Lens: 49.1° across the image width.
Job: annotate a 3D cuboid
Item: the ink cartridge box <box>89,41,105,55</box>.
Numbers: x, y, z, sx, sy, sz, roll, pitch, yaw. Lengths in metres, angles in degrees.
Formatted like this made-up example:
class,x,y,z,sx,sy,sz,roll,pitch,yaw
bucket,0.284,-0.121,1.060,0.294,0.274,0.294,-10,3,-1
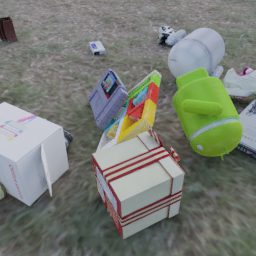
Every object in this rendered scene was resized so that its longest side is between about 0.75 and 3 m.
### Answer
class,x,y,z,sx,sy,sz,roll,pitch,yaw
ink cartridge box,-1.356,-3.515,12.265,0.519,0.204,1.043,-11,42,-13

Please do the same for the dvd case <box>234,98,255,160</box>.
class,x,y,z,sx,sy,sz,roll,pitch,yaw
dvd case,3.958,0.071,7.808,1.885,0.310,2.508,30,48,31

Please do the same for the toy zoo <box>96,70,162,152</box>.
class,x,y,z,sx,sy,sz,roll,pitch,yaw
toy zoo,0.011,-0.251,7.253,0.284,1.820,2.774,40,36,-19

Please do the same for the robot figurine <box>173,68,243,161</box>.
class,x,y,z,sx,sy,sz,roll,pitch,yaw
robot figurine,1.984,-0.326,7.050,1.343,2.037,2.321,-21,70,7

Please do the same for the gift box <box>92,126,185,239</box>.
class,x,y,z,sx,sy,sz,roll,pitch,yaw
gift box,0.208,0.987,5.755,1.537,1.519,1.646,-19,48,-19

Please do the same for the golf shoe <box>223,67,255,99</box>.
class,x,y,z,sx,sy,sz,roll,pitch,yaw
golf shoe,4.173,-1.428,8.967,2.230,1.021,0.840,3,8,1

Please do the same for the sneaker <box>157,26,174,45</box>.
class,x,y,z,sx,sy,sz,roll,pitch,yaw
sneaker,1.622,-4.228,12.813,0.958,0.587,1.472,-13,50,-28

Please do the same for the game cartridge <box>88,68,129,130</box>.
class,x,y,z,sx,sy,sz,roll,pitch,yaw
game cartridge,-0.635,-0.940,8.220,0.371,1.252,1.932,24,21,-28

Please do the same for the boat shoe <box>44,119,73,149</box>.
class,x,y,z,sx,sy,sz,roll,pitch,yaw
boat shoe,-2.264,0.041,7.416,1.679,0.620,0.573,19,35,9

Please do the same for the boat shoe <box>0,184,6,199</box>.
class,x,y,z,sx,sy,sz,roll,pitch,yaw
boat shoe,-3.493,1.292,6.098,1.603,0.593,0.532,12,35,14

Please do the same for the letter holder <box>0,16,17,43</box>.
class,x,y,z,sx,sy,sz,roll,pitch,yaw
letter holder,-5.574,-4.459,12.779,0.713,1.003,0.504,-19,44,-21

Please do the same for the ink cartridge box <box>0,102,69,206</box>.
class,x,y,z,sx,sy,sz,roll,pitch,yaw
ink cartridge box,-2.431,0.577,6.355,2.141,1.376,1.341,21,43,22

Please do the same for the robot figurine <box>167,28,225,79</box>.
class,x,y,z,sx,sy,sz,roll,pitch,yaw
robot figurine,2.461,-2.595,10.078,2.316,1.542,2.731,43,51,7
